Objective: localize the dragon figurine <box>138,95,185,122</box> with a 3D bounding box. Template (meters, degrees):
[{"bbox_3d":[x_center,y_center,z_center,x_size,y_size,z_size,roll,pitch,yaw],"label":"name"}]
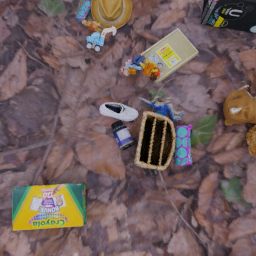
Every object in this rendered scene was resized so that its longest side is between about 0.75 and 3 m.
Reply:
[{"bbox_3d":[1.192,-0.692,10.355,1.772,0.521,0.881,5,123,13],"label":"dragon figurine"}]

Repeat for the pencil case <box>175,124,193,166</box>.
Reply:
[{"bbox_3d":[2.031,0.642,10.197,0.628,0.682,1.475,6,78,-33],"label":"pencil case"}]

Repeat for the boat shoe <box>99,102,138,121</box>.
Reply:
[{"bbox_3d":[-0.259,-0.612,10.281,1.543,0.504,0.568,4,72,-25],"label":"boat shoe"}]

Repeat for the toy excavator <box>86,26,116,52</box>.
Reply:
[{"bbox_3d":[-1.047,-3.489,10.753,1.000,0.514,1.028,15,121,-14],"label":"toy excavator"}]

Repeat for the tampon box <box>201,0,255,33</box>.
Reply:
[{"bbox_3d":[4.302,-4.905,10.625,2.514,1.884,1.587,9,79,2],"label":"tampon box"}]

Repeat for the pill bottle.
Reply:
[{"bbox_3d":[-0.217,0.255,10.340,0.573,0.573,1.025,-26,80,-5],"label":"pill bottle"}]

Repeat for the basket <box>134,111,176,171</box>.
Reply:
[{"bbox_3d":[1.018,0.518,9.868,1.347,1.406,1.887,11,79,2],"label":"basket"}]

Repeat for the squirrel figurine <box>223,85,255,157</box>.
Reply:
[{"bbox_3d":[4.817,-0.325,9.790,2.713,2.057,2.907,-4,76,6],"label":"squirrel figurine"}]

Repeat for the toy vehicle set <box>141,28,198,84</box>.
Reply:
[{"bbox_3d":[1.555,-2.848,11.068,2.092,0.277,1.300,-36,81,-6],"label":"toy vehicle set"}]

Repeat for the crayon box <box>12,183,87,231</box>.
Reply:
[{"bbox_3d":[-2.710,2.714,9.796,2.436,0.710,1.447,-4,79,-1],"label":"crayon box"}]

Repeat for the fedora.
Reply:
[{"bbox_3d":[-0.671,-4.834,11.021,1.787,0.729,1.787,0,97,1],"label":"fedora"}]

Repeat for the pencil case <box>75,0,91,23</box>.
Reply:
[{"bbox_3d":[-1.768,-4.703,11.346,0.423,0.390,0.916,18,76,29],"label":"pencil case"}]

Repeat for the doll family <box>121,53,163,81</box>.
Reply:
[{"bbox_3d":[0.491,-2.324,10.441,1.696,0.764,1.053,14,56,17],"label":"doll family"}]

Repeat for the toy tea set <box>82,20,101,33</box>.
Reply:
[{"bbox_3d":[-1.304,-4.024,10.891,1.089,0.647,0.403,37,97,45],"label":"toy tea set"}]
